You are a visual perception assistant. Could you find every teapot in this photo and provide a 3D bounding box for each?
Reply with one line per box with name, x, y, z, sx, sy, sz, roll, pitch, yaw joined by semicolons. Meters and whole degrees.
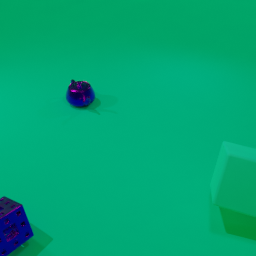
teapot;-1.642;-1.225;9.737;1.038;0.817;1.669;-20;43;-23

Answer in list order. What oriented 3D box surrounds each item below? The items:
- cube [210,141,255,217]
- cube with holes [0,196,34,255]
cube;2.341;1.001;5.617;1.069;1.069;1.069;14;13;11
cube with holes;-2.363;1.844;5.252;0.717;0.717;0.717;5;25;40
